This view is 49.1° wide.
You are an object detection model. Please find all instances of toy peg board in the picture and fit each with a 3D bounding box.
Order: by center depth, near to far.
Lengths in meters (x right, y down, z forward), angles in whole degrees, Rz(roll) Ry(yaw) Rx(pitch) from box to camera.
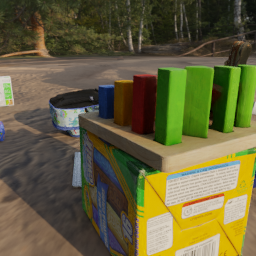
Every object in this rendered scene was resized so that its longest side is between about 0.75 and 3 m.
[{"bbox_3d":[0.571,-0.365,3.505,1.825,0.893,1.818,-9,20,-33],"label":"toy peg board"}]

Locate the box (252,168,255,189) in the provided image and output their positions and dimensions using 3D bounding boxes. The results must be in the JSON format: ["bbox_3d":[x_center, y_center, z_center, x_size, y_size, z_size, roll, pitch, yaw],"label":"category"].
[{"bbox_3d":[2.817,0.801,5.227,1.287,0.209,0.780,-18,3,24],"label":"box"}]

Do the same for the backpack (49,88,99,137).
[{"bbox_3d":[-1.476,-0.427,8.487,1.661,1.221,1.520,-11,24,-23],"label":"backpack"}]

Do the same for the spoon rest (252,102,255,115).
[{"bbox_3d":[5.269,-0.893,11.296,0.722,0.440,1.453,10,21,28],"label":"spoon rest"}]

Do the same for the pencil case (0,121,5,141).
[{"bbox_3d":[-4.233,0.140,7.790,1.462,0.571,0.635,-5,-10,-13],"label":"pencil case"}]

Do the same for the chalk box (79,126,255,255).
[{"bbox_3d":[0.248,0.709,4.267,1.654,1.646,2.658,-8,20,-26],"label":"chalk box"}]

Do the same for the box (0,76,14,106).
[{"bbox_3d":[-5.755,-1.572,12.093,1.403,1.238,0.678,-7,19,-24],"label":"box"}]

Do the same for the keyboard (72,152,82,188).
[{"bbox_3d":[-0.969,0.890,6.279,0.480,0.091,1.705,-2,18,-8],"label":"keyboard"}]

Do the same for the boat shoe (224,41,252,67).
[{"bbox_3d":[3.787,-2.240,9.960,0.660,1.745,0.644,-13,38,-32],"label":"boat shoe"}]
